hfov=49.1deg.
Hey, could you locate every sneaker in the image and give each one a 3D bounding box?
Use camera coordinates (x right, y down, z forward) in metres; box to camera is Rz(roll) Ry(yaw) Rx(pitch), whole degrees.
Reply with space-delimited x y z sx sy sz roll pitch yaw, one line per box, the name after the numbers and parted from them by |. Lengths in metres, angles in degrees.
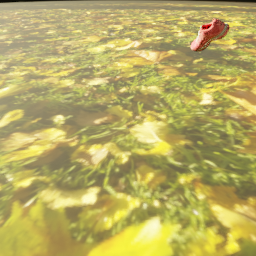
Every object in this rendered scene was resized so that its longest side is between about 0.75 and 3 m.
2.300 -2.810 8.337 0.617 1.422 0.524 26 66 -23 | sneaker
